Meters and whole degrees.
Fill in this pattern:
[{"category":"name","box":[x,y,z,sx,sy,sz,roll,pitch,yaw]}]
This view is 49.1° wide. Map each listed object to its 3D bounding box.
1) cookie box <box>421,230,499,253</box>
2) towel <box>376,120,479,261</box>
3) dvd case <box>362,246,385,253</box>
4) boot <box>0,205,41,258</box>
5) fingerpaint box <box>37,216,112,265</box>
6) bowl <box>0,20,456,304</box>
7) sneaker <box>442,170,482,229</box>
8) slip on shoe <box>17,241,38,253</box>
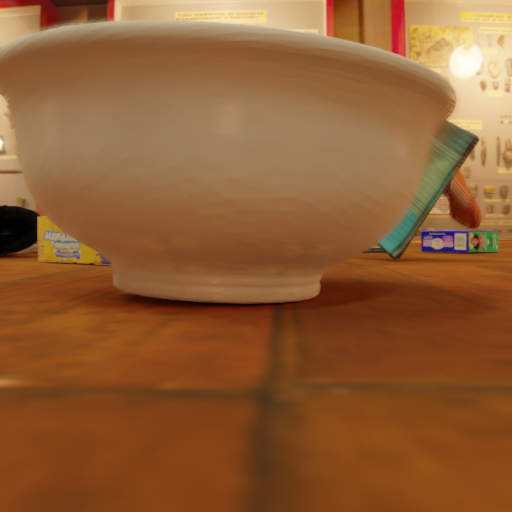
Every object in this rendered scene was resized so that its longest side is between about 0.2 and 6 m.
[{"category":"cookie box","box":[4.805,-0.339,13.202,1.441,0.541,1.232,-2,3,-40]},{"category":"towel","box":[2.413,-1.291,9.331,0.249,2.298,1.685,15,23,-40]},{"category":"dvd case","box":[2.609,-0.146,13.407,1.223,0.151,0.919,-1,3,-13]},{"category":"boot","box":[-4.981,-0.505,11.342,2.157,0.981,2.568,-3,7,37]},{"category":"fingerpaint box","box":[-2.060,-0.275,8.862,2.111,0.774,1.761,2,3,34]},{"category":"bowl","box":[-0.245,-0.460,4.130,3.179,1.429,3.179,2,4,0]},{"category":"sneaker","box":[4.135,-1.343,11.457,0.688,1.782,0.651,-46,17,-32]},{"category":"slip on shoe","box":[-4.920,-0.413,13.804,2.120,0.642,0.806,-1,2,-19]}]
